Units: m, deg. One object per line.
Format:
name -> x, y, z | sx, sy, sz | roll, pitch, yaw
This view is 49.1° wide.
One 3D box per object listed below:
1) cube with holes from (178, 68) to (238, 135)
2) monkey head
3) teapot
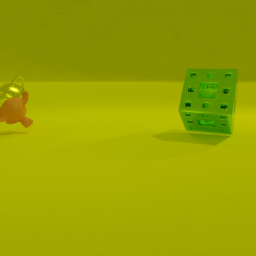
cube with holes -> 2.177, -0.686, 7.454 | 1.267, 1.267, 1.267 | 6, -21, 23
monkey head -> -3.102, -0.424, 7.834 | 0.870, 0.729, 1.209 | 32, 64, 16
teapot -> -4.498, -1.069, 10.324 | 1.256, 2.020, 0.989 | 32, -6, 46
